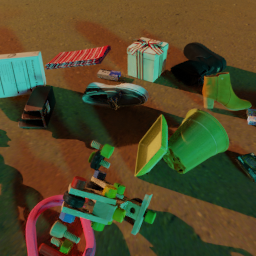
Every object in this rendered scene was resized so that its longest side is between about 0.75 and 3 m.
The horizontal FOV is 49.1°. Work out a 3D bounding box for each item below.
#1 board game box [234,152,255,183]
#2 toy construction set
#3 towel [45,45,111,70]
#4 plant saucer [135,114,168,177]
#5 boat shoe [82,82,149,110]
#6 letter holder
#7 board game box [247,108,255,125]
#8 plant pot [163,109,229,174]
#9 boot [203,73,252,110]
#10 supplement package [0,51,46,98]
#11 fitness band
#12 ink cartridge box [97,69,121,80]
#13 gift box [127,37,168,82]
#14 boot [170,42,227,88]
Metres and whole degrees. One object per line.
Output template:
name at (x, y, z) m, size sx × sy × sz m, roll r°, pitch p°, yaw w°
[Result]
board game box at (4.217, 1.311, 9.434) m, size 0.741 × 0.154 × 1.096 m, roll -11°, pitch 42°, yaw -13°
toy construction set at (-0.523, 2.288, 7.108) m, size 2.187 × 2.374 × 2.846 m, roll 25°, pitch 66°, yaw 10°
towel at (-1.603, -2.358, 9.244) m, size 1.955 × 0.220 × 1.414 m, roll -3°, pitch 32°, yaw 14°
plant saucer at (0.847, 0.636, 9.324) m, size 0.397 × 1.654 × 1.657 m, roll 25°, pitch 39°, yaw -13°
boat shoe at (-0.579, -1.236, 11.953) m, size 2.926 × 1.055 × 1.038 m, roll 6°, pitch 49°, yaw 21°
letter holder at (-3.823, -0.891, 11.492) m, size 1.254 × 0.887 × 1.764 m, roll -1°, pitch 40°, yaw 2°
board game box at (5.491, -0.397, 11.411) m, size 1.164 × 0.213 × 0.880 m, roll 8°, pitch 41°, yaw 11°
plant pot at (2.050, 0.572, 9.316) m, size 1.718 × 1.809 × 1.809 m, roll -36°, pitch 51°, yaw -20°
boot at (4.197, -1.551, 11.713) m, size 2.088 × 1.495 × 0.735 m, roll 1°, pitch 23°, yaw 3°
supplement package at (-5.180, -2.362, 12.356) m, size 2.806 × 1.646 × 1.640 m, roll -9°, pitch 23°, yaw -11°
fitness band at (-1.792, 2.820, 7.434) m, size 1.697 × 0.442 × 2.363 m, roll -13°, pitch 43°, yaw -15°
ink cartridge box at (-0.955, -2.690, 14.109) m, size 1.089 × 0.241 × 0.512 m, roll 11°, pitch 43°, yaw 13°
gift box at (0.963, -3.414, 13.797) m, size 1.726 × 1.747 × 1.870 m, roll 17°, pitch 42°, yaw 20°
boot at (3.211, -3.256, 14.224) m, size 2.407 × 1.087 × 2.938 m, roll -27°, pitch 47°, yaw -23°
